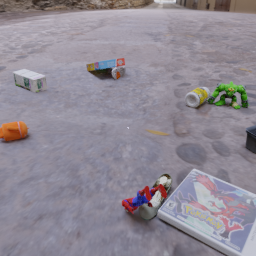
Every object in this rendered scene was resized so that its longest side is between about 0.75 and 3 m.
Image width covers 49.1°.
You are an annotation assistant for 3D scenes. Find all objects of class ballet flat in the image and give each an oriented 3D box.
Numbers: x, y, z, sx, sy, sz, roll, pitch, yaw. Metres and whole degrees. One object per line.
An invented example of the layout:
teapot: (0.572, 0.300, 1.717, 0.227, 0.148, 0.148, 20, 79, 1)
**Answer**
ballet flat: (0.730, 1.697, 7.302, 0.530, 0.500, 1.571, 25, 36, 17)

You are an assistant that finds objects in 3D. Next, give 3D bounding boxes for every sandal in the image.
sandal: (-0.636, -3.210, 16.127, 0.461, 0.617, 1.609, 12, 23, 23)

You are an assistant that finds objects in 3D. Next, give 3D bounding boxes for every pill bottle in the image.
pill bottle: (3.208, -1.444, 12.760, 0.718, 0.718, 1.281, 22, 36, 34)

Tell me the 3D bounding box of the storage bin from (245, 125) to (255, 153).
storage bin: (4.478, 0.340, 9.540, 1.093, 0.734, 0.796, -13, 32, -24)

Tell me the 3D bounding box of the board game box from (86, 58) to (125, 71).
board game box: (-1.348, -3.719, 16.459, 1.618, 0.426, 2.114, -15, 14, -24)

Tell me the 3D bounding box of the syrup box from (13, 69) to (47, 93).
syrup box: (-5.105, -2.470, 14.571, 1.857, 0.731, 0.756, 22, 36, 33)

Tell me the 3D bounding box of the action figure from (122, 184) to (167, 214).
action figure: (0.259, 1.682, 6.377, 0.575, 1.758, 0.454, -8, 71, -24)

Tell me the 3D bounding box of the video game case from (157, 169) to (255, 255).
video game case: (2.233, 2.024, 6.932, 2.300, 0.264, 2.096, 21, 35, 30)

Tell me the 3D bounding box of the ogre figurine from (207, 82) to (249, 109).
ogre figurine: (4.513, -1.480, 12.505, 1.724, 1.034, 0.846, 18, 34, 31)

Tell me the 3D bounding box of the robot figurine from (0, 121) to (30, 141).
robot figurine: (-4.105, 0.103, 10.065, 1.092, 0.785, 0.637, -12, 47, -22)
